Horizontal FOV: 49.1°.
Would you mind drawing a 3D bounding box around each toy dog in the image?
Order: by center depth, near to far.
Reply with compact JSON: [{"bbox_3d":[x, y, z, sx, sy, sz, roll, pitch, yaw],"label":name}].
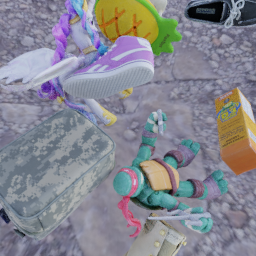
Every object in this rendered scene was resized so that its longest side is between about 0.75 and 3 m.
[{"bbox_3d":[-0.440,-4.181,7.834,2.998,2.092,2.907,3,100,-9],"label":"toy dog"}]

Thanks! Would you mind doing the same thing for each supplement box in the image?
[{"bbox_3d":[2.573,0.002,6.622,0.753,0.728,2.189,43,35,-21],"label":"supplement box"}]

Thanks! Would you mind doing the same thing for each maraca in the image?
[{"bbox_3d":[0.222,-2.562,6.970,2.270,1.557,1.214,25,67,-5],"label":"maraca"}]

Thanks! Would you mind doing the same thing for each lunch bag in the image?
[{"bbox_3d":[-1.212,0.863,4.667,1.328,1.599,1.906,36,58,22],"label":"lunch bag"}]

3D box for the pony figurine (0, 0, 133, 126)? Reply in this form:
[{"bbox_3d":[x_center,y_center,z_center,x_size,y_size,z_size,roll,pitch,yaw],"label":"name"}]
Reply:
[{"bbox_3d":[-1.241,-1.211,6.203,2.738,2.836,2.362,-39,36,-15],"label":"pony figurine"}]

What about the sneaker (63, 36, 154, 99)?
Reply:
[{"bbox_3d":[-0.391,-1.229,5.577,1.866,0.676,1.064,-10,59,16],"label":"sneaker"}]

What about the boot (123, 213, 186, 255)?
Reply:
[{"bbox_3d":[0.406,2.180,4.147,0.662,1.819,1.414,37,88,-17],"label":"boot"}]

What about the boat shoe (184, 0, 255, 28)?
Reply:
[{"bbox_3d":[2.445,-2.827,6.753,2.155,0.796,0.736,12,33,14],"label":"boat shoe"}]

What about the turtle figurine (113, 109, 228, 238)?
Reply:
[{"bbox_3d":[0.662,0.796,4.957,1.437,2.853,2.136,-31,68,32],"label":"turtle figurine"}]
